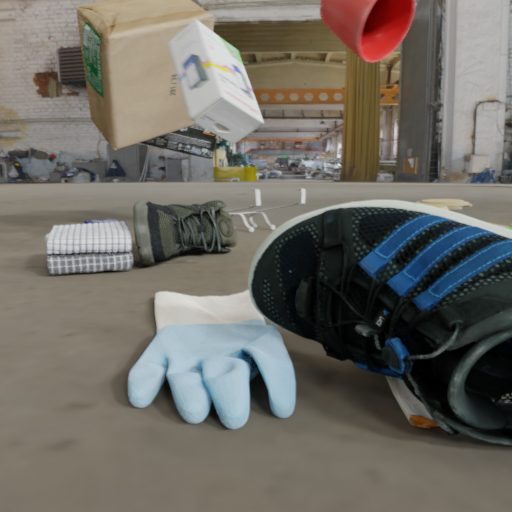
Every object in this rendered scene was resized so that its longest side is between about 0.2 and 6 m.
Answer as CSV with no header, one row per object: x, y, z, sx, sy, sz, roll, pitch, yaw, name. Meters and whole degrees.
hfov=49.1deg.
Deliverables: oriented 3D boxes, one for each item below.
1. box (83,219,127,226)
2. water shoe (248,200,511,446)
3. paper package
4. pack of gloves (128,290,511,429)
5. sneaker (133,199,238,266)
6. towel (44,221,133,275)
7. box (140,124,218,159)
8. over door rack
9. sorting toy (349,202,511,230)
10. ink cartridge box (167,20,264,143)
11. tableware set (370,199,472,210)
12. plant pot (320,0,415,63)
-3.384,-0.687,12.643,0.706,0.189,1.166,-6,12,-33,box
1.042,0.325,3.092,2.940,1.051,1.160,7,20,32,water shoe
-1.930,-3.306,10.008,2.134,2.239,1.158,-27,58,-30,paper package
0.435,0.402,4.549,2.707,0.636,3.222,0,9,-6,pack of gloves
-1.060,-0.423,8.558,1.432,0.955,2.499,-6,3,3,sneaker
-2.343,-0.095,7.829,1.132,0.585,1.367,-5,12,-18,towel
-1.760,-3.332,12.105,2.147,2.073,0.510,9,13,-18,box
-0.016,-0.864,11.856,1.377,0.621,1.864,-7,-9,-40,over door rack
3.236,-0.517,10.547,2.242,0.542,3.981,4,10,-22,sorting toy
-0.541,-2.323,7.569,0.588,1.343,0.976,-28,-24,28,ink cartridge box
3.958,-1.223,15.200,3.209,0.446,3.842,3,10,29,tableware set
1.596,-3.668,8.408,1.179,1.179,1.043,-9,43,-44,plant pot
